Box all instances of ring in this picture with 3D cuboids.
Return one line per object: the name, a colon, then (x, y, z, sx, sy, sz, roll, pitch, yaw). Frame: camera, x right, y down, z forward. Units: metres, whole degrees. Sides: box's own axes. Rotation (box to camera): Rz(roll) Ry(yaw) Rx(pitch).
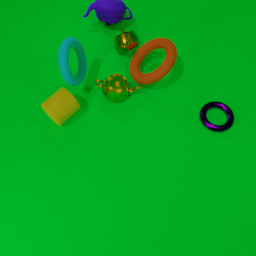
ring: (2.774, -0.366, 8.739, 1.080, 0.216, 1.080, 0, 62, 0)
ring: (0.787, -2.166, 9.042, 1.720, 0.344, 1.720, -19, 55, 30)
ring: (-1.653, -1.992, 8.499, 0.289, 1.444, 1.444, 1, 61, 18)

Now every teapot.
teapot: (-0.067, -3.043, 9.649, 0.926, 0.729, 1.489, -21, 21, -3)
teapot: (-0.326, -1.310, 8.903, 1.477, 0.723, 0.918, 9, 67, -11)
teapot: (-0.736, -4.239, 10.235, 1.914, 0.937, 1.190, -1, 38, -17)

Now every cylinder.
cylinder: (-2.036, -0.653, 8.512, 0.841, 0.841, 0.841, 41, 73, 19)
